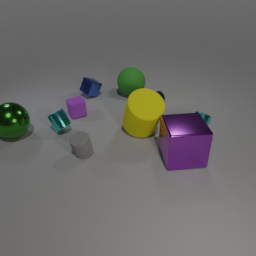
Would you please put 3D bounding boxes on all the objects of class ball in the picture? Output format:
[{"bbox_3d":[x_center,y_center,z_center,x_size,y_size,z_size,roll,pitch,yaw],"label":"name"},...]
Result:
[{"bbox_3d":[0.167,-2.309,13.903,1.400,1.400,1.400,0,32,0],"label":"ball"},{"bbox_3d":[-4.473,-0.285,10.702,1.400,1.400,1.400,0,32,0],"label":"ball"}]

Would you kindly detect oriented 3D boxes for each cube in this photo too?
[{"bbox_3d":[-1.839,-2.030,13.852,0.700,0.700,0.700,36,23,31],"label":"cube"},{"bbox_3d":[1.896,0.435,9.560,1.400,1.400,1.400,-4,32,-6],"label":"cube"},{"bbox_3d":[-2.261,-0.913,12.308,0.700,0.700,0.700,-16,34,-19],"label":"cube"}]

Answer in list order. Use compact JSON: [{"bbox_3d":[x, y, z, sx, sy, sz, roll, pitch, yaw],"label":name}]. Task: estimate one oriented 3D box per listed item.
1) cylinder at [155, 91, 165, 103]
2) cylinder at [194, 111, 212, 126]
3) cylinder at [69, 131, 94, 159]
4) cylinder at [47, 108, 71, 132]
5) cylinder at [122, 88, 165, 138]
[{"bbox_3d":[1.192,-1.275,12.636,0.700,0.700,0.700,-17,36,-30],"label":"cylinder"},{"bbox_3d":[2.809,-0.212,10.941,0.700,0.700,0.700,21,0,0],"label":"cylinder"},{"bbox_3d":[-1.630,0.596,9.842,0.700,0.700,0.700,-6,44,6],"label":"cylinder"},{"bbox_3d":[-2.727,-0.315,11.122,0.700,0.700,0.700,-28,10,5],"label":"cylinder"},{"bbox_3d":[0.562,-0.549,10.692,1.400,1.400,1.400,5,60,-8],"label":"cylinder"}]
